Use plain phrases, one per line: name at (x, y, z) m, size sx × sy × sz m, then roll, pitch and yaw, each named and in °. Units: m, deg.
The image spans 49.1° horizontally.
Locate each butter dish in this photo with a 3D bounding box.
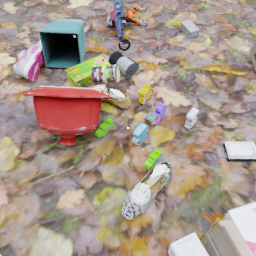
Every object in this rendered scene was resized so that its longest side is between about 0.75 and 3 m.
butter dish at (-1.867, -0.347, 8.814) m, size 2.498 × 1.847 × 2.491 m, roll 2°, pitch 5°, yaw -10°

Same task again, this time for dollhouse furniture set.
dollhouse furniture set at (2.768, 3.311, 6.082) m, size 1.056 × 1.367 × 2.735 m, roll -7°, pitch 50°, yaw -24°

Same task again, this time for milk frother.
milk frother at (-0.067, -2.815, 11.239) m, size 1.031 × 1.142 × 1.074 m, roll -33°, pitch 58°, yaw -29°

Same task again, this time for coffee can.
coffee can at (-0.821, -1.976, 10.344) m, size 0.900 × 0.658 × 0.658 m, roll -3°, pitch 49°, yaw 14°

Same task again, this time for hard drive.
hard drive at (3.581, 0.741, 8.868) m, size 0.979 × 0.185 × 0.684 m, roll 1°, pitch 50°, yaw 0°

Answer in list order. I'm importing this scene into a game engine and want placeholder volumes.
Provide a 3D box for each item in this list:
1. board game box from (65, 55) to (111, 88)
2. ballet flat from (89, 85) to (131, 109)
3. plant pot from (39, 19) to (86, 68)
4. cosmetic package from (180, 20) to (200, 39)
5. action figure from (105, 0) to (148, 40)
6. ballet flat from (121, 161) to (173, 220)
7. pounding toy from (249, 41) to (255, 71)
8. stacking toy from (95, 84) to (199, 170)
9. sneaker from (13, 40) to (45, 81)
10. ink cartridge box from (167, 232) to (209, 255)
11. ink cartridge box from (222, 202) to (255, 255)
board game box at (-1.555, -2.263, 11.225) m, size 1.676 × 0.399 × 0.851 m, roll -29°, pitch 58°, yaw -22°
ballet flat at (-0.722, -1.289, 10.291) m, size 1.895 × 0.597 × 0.651 m, roll 21°, pitch 57°, yaw 17°
plant pot at (-2.540, -3.743, 11.823) m, size 1.514 × 1.515 × 2.143 m, roll 4°, pitch 42°, yaw 3°
cosmetic package at (2.923, -4.678, 13.267) m, size 0.518 × 0.437 × 0.970 m, roll -19°, pitch 55°, yaw -11°
action figure at (-0.069, -5.055, 13.465) m, size 2.041 × 1.104 × 2.110 m, roll 0°, pitch 78°, yaw 8°
ballet flat at (0.545, 1.619, 7.792) m, size 0.742 × 0.742 × 2.062 m, roll 34°, pitch 58°, yaw 25°
pounding toy at (5.919, -2.954, 11.524) m, size 1.492 × 1.152 × 1.621 m, roll -2°, pitch 61°, yaw -1°
stacking toy at (0.694, -0.106, 9.327) m, size 2.211 × 0.689 × 2.932 m, roll 31°, pitch 58°, yaw 25°
sneaker at (-3.940, -2.910, 11.451) m, size 1.002 × 0.924 × 2.270 m, roll 12°, pitch 50°, yaw 8°
ink cartridge box at (1.519, 3.304, 6.072) m, size 0.661 × 1.151 × 1.585 m, roll -19°, pitch 53°, yaw -15°
ink cartridge box at (3.666, 2.596, 6.831) m, size 2.162 × 0.895 × 1.584 m, roll -13°, pitch 51°, yaw -11°
